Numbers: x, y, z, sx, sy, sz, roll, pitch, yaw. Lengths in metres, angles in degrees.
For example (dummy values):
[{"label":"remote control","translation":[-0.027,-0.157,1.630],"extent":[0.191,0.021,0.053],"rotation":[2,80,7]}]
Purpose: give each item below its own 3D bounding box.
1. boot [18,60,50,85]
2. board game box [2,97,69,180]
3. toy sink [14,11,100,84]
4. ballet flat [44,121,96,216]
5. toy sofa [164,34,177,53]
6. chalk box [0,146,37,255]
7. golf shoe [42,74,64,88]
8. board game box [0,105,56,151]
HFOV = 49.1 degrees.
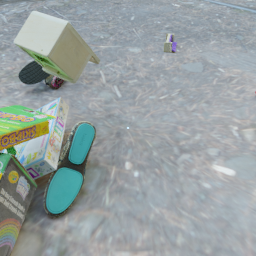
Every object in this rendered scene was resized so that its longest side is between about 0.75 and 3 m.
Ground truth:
[{"label":"boot","translation":[-3.150,-2.165,10.311],"extent":[2.140,0.725,1.398],"rotation":[-45,18,-27]},{"label":"board game box","translation":[-2.357,0.347,6.960],"extent":[1.600,0.407,2.379],"rotation":[-25,36,16]},{"label":"toy sink","translation":[-1.588,-1.731,6.568],"extent":[1.086,1.667,0.934],"rotation":[26,83,24]},{"label":"ballet flat","translation":[-1.317,0.891,6.385],"extent":[0.744,0.825,2.192],"rotation":[24,70,-19]},{"label":"toy sofa","translation":[1.962,-3.884,12.790],"extent":[0.562,0.477,1.152],"rotation":[7,39,10]},{"label":"chalk box","translation":[-2.737,1.251,5.076],"extent":[1.459,1.466,2.357],"rotation":[7,56,7]},{"label":"golf shoe","translation":[-2.516,-2.060,10.427],"extent":[0.722,0.570,1.569],"rotation":[17,42,22]},{"label":"board game box","translation":[-2.697,0.114,4.864],"extent":[1.322,0.415,2.767],"rotation":[17,27,32]}]
